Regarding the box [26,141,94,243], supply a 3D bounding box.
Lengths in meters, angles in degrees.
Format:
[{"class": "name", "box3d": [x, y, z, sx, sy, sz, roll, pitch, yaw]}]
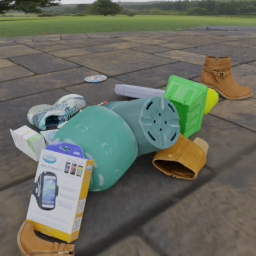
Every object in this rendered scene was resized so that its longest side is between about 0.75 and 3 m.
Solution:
[{"class": "box", "box3d": [-1.512, 1.343, 6.295, 1.214, 2.040, 0.423, 11, -4, 20]}]

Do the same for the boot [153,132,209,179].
[{"class": "boot", "box3d": [1.107, 0.580, 8.761, 2.690, 0.947, 1.926, 19, 29, 23]}]

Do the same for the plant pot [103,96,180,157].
[{"class": "plant pot", "box3d": [0.338, -0.026, 8.154, 1.956, 1.956, 1.916, -23, 6, -37]}]

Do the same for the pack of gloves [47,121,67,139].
[{"class": "pack of gloves", "box3d": [-1.728, 0.223, 9.682, 1.855, 0.366, 1.559, 4, 23, 21]}]

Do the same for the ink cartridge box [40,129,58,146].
[{"class": "ink cartridge box", "box3d": [-2.039, 0.438, 9.736, 1.581, 0.321, 1.578, -10, 29, -31]}]

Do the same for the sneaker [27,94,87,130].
[{"class": "sneaker", "box3d": [-2.655, -0.537, 11.270, 2.481, 0.963, 1.071, -26, 49, -29]}]

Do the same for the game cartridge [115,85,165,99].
[{"class": "game cartridge", "box3d": [0.820, -1.632, 13.103, 2.662, 0.539, 1.775, 13, 9, 23]}]

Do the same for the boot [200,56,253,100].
[{"class": "boot", "box3d": [4.845, -2.502, 13.641, 2.564, 1.990, 0.983, 10, 29, 19]}]

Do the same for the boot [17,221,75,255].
[{"class": "boot", "box3d": [-1.652, 2.421, 5.679, 1.113, 0.550, 1.434, -5, 26, -13]}]

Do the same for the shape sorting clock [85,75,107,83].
[{"class": "shape sorting clock", "box3d": [-1.883, -2.901, 16.328, 1.266, 0.248, 1.266, 0, 27, 0]}]

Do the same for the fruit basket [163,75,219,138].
[{"class": "fruit basket", "box3d": [2.240, -0.892, 10.229, 1.660, 2.302, 2.302, 23, 34, 23]}]

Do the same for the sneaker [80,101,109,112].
[{"class": "sneaker", "box3d": [-1.064, -0.765, 11.454, 1.770, 0.725, 0.682, 3, -2, -6]}]

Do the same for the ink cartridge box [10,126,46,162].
[{"class": "ink cartridge box", "box3d": [-3.254, 0.448, 9.190, 1.373, 0.804, 0.462, 23, 42, 36]}]

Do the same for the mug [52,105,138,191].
[{"class": "mug", "box3d": [-1.035, 0.789, 7.573, 2.047, 2.491, 1.540, 33, 49, 15]}]
